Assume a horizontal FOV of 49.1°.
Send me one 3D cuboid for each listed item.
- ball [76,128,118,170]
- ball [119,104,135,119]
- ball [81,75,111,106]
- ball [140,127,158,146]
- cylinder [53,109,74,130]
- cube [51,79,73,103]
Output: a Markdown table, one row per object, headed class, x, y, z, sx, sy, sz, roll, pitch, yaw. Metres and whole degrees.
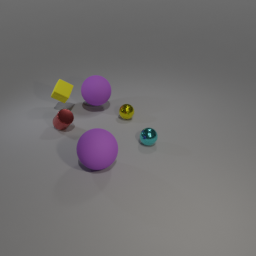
| class | x | y | z | sx | sy | sz | roll | pitch | yaw |
| --- | --- | --- | --- | --- | --- | --- | --- | --- | --- |
| ball | -1.030 | 0.707 | 9.459 | 1.400 | 1.400 | 1.400 | 0 | 32 | 0 |
| ball | -0.059 | -0.732 | 12.515 | 0.700 | 0.700 | 0.700 | 0 | 32 | 0 |
| ball | -1.470 | -1.734 | 12.987 | 1.400 | 1.400 | 1.400 | 0 | 32 | 0 |
| ball | 0.796 | 0.329 | 10.790 | 0.700 | 0.700 | 0.700 | 0 | 32 | 0 |
| cylinder | -2.695 | -0.344 | 11.641 | 0.700 | 0.700 | 0.700 | 14 | 62 | -28 |
| cube | -3.001 | -1.669 | 12.763 | 0.700 | 0.700 | 0.700 | 25 | 63 | -20 |
